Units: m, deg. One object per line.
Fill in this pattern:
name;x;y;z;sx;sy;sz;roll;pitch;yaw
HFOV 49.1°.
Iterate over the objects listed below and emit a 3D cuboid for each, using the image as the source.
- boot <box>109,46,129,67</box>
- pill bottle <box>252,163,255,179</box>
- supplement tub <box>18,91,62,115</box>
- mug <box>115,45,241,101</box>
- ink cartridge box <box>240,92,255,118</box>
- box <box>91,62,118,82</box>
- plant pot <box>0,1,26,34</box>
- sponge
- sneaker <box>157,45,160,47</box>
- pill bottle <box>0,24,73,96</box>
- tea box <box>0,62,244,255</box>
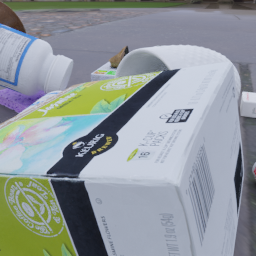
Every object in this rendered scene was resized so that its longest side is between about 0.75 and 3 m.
boot;-0.259;-2.314;9.095;0.551;0.538;1.461;-6;27;15
pill bottle;2.547;0.971;4.785;0.562;0.562;1.002;3;28;5
supplement tub;-1.681;0.108;5.700;1.262;1.262;1.913;6;27;11
mug;1.090;-1.008;6.788;2.585;2.177;2.949;-17;37;-35
ink cartridge box;3.827;-0.631;7.965;1.154;0.478;0.846;9;29;17
box;0.061;-1.479;9.063;1.852;1.015;2.099;6;27;16
plant pot;-6.248;-3.586;11.785;2.734;2.734;2.925;7;43;13
sponge;-2.694;-0.819;8.439;2.627;0.392;1.465;23;35;36
sneaker;1.040;-2.926;11.951;0.861;0.929;2.292;13;31;20
pill bottle;-2.962;-1.772;7.449;2.762;1.550;1.550;21;27;-7
tea box;-0.151;0.569;3.553;2.765;1.878;2.811;-4;23;28
